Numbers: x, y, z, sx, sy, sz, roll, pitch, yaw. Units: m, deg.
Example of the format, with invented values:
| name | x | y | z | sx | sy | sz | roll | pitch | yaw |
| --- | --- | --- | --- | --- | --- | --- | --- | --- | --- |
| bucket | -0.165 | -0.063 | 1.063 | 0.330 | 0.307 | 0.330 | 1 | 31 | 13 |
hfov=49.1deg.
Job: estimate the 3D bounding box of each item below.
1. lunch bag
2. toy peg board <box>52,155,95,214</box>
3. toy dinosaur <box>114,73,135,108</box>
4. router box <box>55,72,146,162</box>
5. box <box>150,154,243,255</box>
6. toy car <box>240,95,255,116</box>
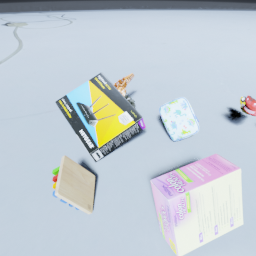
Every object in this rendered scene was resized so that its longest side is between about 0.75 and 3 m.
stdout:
| name | x | y | z | sx | sy | sz | roll | pitch | yaw |
| --- | --- | --- | --- | --- | --- | --- | --- | --- | --- |
| lunch bag | 1.377 | -0.237 | 7.482 | 0.864 | 1.075 | 0.443 | -24 | -2 | 9 |
| toy peg board | -1.117 | 1.166 | 5.457 | 0.435 | 0.889 | 0.885 | -30 | 38 | 24 |
| toy dinosaur | -0.260 | -0.930 | 8.542 | 1.788 | 1.214 | 0.914 | -41 | 52 | -10 |
| router box | -0.757 | -0.354 | 7.248 | 1.544 | 0.529 | 2.070 | -35 | 56 | -8 |
| box | 1.159 | 1.240 | 4.635 | 1.311 | 1.153 | 0.634 | -20 | 24 | -16 |
| toy car | 3.643 | -0.246 | 7.381 | 1.619 | 0.384 | 1.721 | 39 | 14 | 9 |
